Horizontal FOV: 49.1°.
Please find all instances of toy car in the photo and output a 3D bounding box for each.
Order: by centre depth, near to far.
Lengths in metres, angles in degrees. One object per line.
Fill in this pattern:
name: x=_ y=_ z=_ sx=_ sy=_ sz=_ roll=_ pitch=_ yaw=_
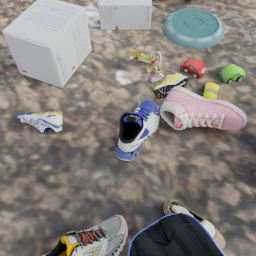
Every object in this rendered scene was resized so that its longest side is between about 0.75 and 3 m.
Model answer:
toy car: x=3.644 y=-2.138 z=11.260 sx=2.354 sy=0.558 sz=2.501 roll=-14 pitch=57 yaw=-9

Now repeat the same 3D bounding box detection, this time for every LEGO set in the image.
LEGO set: x=0.868 y=-2.878 z=11.633 sx=0.963 sy=0.779 sz=2.093 roll=-26 pitch=60 yaw=-17

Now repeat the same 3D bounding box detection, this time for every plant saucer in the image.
plant saucer: x=3.115 y=-4.830 z=13.214 sx=2.887 sy=0.396 sz=2.887 roll=0 pitch=56 yaw=0

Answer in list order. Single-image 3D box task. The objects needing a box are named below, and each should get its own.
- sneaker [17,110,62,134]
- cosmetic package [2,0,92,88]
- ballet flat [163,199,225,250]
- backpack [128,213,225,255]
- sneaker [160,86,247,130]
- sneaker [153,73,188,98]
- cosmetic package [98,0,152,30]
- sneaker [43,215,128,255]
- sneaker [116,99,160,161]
sneaker: x=-3.133 y=-0.177 z=9.851 sx=1.828 sy=0.806 sz=0.688 roll=0 pitch=11 yaw=25
cosmetic package: x=-3.048 y=-3.433 z=11.177 sx=2.127 sy=2.140 sz=2.558 roll=20 pitch=59 yaw=14
ballet flat: x=1.856 y=2.706 z=7.893 sx=1.988 sy=0.669 sz=0.677 roll=30 pitch=61 yaw=18
backpack: x=1.178 y=3.534 z=6.596 sx=2.305 sy=1.851 sz=2.518 roll=-23 pitch=58 yaw=-14
sneaker: x=2.448 y=-0.343 z=9.712 sx=2.917 sy=1.098 sz=1.525 roll=26 pitch=56 yaw=24
sneaker: x=1.577 y=-1.726 z=11.019 sx=1.573 sy=0.615 sz=0.710 roll=-24 pitch=53 yaw=-24
cosmetic package: x=-0.115 y=-5.381 z=13.017 sx=2.397 sy=1.352 sz=0.972 roll=0 pitch=56 yaw=2
sneaker: x=-1.118 y=3.110 z=7.203 sx=2.619 sy=1.076 sz=1.019 roll=-31 pitch=35 yaw=-22
sneaker: x=0.397 y=-0.165 z=9.406 sx=0.983 sy=1.405 sz=2.433 roll=24 pitch=59 yaw=14
